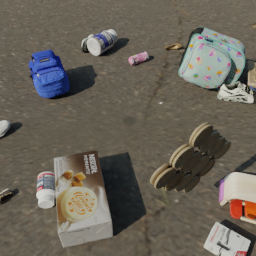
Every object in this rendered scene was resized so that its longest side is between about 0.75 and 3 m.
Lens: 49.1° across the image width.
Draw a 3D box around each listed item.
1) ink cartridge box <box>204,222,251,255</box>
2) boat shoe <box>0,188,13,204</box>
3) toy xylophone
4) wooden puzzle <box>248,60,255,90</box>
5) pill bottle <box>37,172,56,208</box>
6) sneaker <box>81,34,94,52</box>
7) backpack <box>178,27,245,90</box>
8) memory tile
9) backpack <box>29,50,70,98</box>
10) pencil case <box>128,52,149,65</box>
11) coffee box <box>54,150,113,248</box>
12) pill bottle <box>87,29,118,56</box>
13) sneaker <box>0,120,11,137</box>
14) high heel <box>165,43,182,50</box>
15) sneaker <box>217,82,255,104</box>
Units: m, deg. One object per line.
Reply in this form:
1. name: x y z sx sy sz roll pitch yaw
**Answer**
1. ink cartridge box: 2.762 3.254 7.844 1.025 0.429 0.740 26 51 23
2. boat shoe: -4.075 2.268 8.917 0.249 0.301 0.838 30 47 30
3. toy xylophone: 4.174 2.310 8.589 2.730 0.686 1.999 17 48 16
4. wooden puzzle: 6.425 -1.969 12.613 2.314 0.578 2.499 23 41 2
5. pill bottle: -2.595 1.982 8.955 0.625 0.625 1.045 -7 46 -7
6. sneaker: -2.103 -4.708 15.581 0.640 0.597 1.615 21 49 14
7. backpack: 3.840 -2.971 12.581 2.689 2.363 2.061 17 38 0
8. memory tile: 1.624 0.830 6.851 1.896 2.473 0.208 -51 57 9
9. backpack: -3.602 -2.386 12.568 1.614 1.667 1.986 -20 52 -8
10. pencil case: 0.560 -3.618 14.566 1.091 0.477 0.477 -24 50 -25
11. coffee box: -1.412 2.065 8.584 1.475 1.028 2.579 -9 46 -9
12. pill bottle: -1.348 -4.719 15.291 0.990 0.990 1.653 28 51 25
13. sneaker: -5.442 0.044 10.674 1.820 0.907 0.681 -22 48 -22
14. high heel: 2.499 -4.440 15.457 0.893 0.319 0.636 11 37 33
15. sneaker: 5.029 -1.602 12.339 1.954 0.865 0.724 3 44 1
